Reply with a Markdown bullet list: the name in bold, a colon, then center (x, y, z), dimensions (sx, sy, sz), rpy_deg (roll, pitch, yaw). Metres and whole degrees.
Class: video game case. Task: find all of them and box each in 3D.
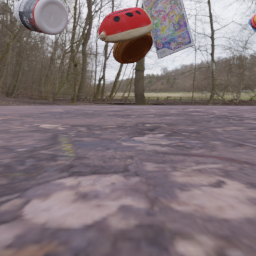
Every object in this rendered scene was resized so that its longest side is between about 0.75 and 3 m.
- **video game case**: center (1.271, -3.415, 9.042), dimensions (0.181, 2.004, 1.435), rpy_deg (-22, 8, -42)

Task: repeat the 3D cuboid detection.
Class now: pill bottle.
- **pill bottle**: center (-2.982, -3.812, 9.438), dimensions (1.157, 1.157, 1.997), rpy_deg (-5, 23, -42)

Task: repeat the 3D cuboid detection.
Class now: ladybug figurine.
- **ladybug figurine**: center (-0.082, -3.062, 8.251), dimensions (1.381, 0.732, 2.035), rpy_deg (17, 39, 33)

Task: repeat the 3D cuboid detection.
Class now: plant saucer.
- **plant saucer**: center (0.263, -2.917, 10.101), dimensions (1.725, 0.323, 1.725), rpy_deg (-29, -21, -12)

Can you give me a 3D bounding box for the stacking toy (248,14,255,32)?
- **stacking toy**: center (4.276, -3.472, 8.811), dimensions (0.532, 0.503, 0.917), rpy_deg (-41, 4, -4)
